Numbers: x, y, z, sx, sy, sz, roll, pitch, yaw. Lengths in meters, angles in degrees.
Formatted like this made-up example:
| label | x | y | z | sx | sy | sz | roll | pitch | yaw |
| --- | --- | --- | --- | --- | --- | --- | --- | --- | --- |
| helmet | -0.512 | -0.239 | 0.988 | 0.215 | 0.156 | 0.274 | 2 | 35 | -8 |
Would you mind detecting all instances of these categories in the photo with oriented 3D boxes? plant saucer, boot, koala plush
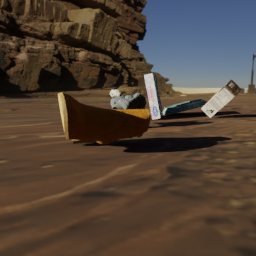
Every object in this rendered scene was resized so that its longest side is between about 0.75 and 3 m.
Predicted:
| label | x | y | z | sx | sy | sz | roll | pitch | yaw |
| --- | --- | --- | --- | --- | --- | --- | --- | --- | --- |
| plant saucer | 2.703 | -1.042 | 13.484 | 2.215 | 0.304 | 2.215 | -15 | 6 | 2 |
| boot | -0.353 | -0.190 | 5.128 | 1.575 | 0.774 | 2.200 | -9 | -14 | -5 |
| koala plush | -0.094 | -0.713 | 8.685 | 1.077 | 0.955 | 0.990 | 17 | 46 | 36 |

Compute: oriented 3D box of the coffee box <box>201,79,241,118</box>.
| label | x | y | z | sx | sy | sz | roll | pitch | yaw |
| --- | --- | --- | --- | --- | --- | --- | --- | --- | --- |
| coffee box | 3.865 | -1.204 | 11.641 | 0.851 | 0.601 | 1.505 | -36 | -11 | -45 |

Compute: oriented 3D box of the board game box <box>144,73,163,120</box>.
| label | x | y | z | sx | sy | sz | roll | pitch | yaw |
| --- | --- | --- | --- | --- | --- | --- | --- | --- | --- |
| board game box | 1.115 | -1.339 | 11.857 | 0.372 | 1.801 | 1.806 | -10 | 5 | 11 |
